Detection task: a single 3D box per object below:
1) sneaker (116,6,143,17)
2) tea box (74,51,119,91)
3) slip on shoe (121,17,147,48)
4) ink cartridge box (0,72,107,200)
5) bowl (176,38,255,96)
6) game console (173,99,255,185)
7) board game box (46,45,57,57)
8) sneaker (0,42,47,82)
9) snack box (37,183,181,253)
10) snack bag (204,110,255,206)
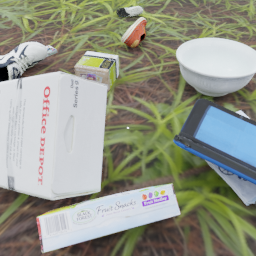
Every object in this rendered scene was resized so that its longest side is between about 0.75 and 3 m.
[{"bbox_3d":[0.086,-6.026,14.586,1.393,0.500,0.505,-3,7,6],"label":"sneaker"},{"bbox_3d":[-1.049,-1.982,9.697,1.197,0.800,1.177,12,43,13],"label":"tea box"},{"bbox_3d":[0.395,-4.131,12.224,0.772,0.935,2.524,39,36,-11],"label":"slip on shoe"},{"bbox_3d":[-1.808,0.140,5.460,2.769,2.021,1.164,1,-3,38],"label":"ink cartridge box"},{"bbox_3d":[2.888,-1.893,9.300,2.668,1.199,2.668,0,42,0],"label":"bowl"},{"bbox_3d":[2.368,0.242,6.116,2.381,1.409,2.032,26,2,12],"label":"game console"},{"bbox_3d":[-3.440,-3.080,11.420,0.923,0.160,0.583,-33,51,-31],"label":"board game box"},{"bbox_3d":[-3.831,-2.149,9.796,2.357,0.941,1.534,-19,46,-20],"label":"sneaker"},{"bbox_3d":[-0.386,1.557,5.126,2.241,1.593,0.594,-11,80,-12],"label":"snack box"},{"bbox_3d":[2.947,0.612,7.142,2.206,0.250,2.340,-22,52,-24],"label":"snack bag"}]
